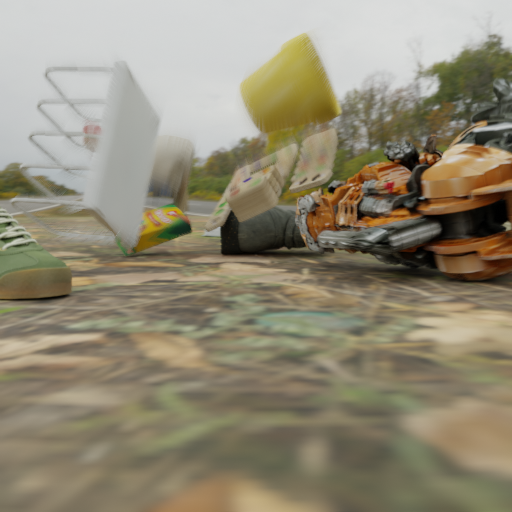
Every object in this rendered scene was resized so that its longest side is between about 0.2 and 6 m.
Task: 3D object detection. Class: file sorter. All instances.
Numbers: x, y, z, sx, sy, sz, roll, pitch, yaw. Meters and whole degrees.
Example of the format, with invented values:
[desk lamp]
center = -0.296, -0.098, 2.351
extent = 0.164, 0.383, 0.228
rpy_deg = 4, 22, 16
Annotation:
[file sorter]
center = -2.471, -1.454, 8.279
extent = 1.384, 2.223, 1.542
rpy_deg = 3, -17, 12

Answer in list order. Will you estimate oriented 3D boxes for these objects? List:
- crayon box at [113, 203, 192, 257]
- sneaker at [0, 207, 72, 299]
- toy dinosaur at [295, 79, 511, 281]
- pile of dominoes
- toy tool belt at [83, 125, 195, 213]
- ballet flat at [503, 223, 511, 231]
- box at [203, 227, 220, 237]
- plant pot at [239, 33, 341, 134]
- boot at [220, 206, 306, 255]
[crayon box]
center = -1.735, -0.442, 9.173
extent = 1.165, 0.296, 0.739
rpy_deg = -23, 35, -22
[sneaker]
center = -2.582, -0.145, 5.247
extent = 2.117, 0.951, 0.710
rpy_deg = 3, 6, 32
[toy dinosaur]
center = 2.557, -0.468, 6.316
extent = 3.147, 2.368, 4.636
rpy_deg = -22, 36, -34
[pile of dominoes]
center = 0.243, -1.417, 8.910
extent = 2.106, 0.430, 2.702
rpy_deg = -23, 22, 22
[toy tool belt]
center = -2.234, -1.584, 10.432
extent = 2.217, 1.362, 1.384
rpy_deg = 12, 20, 13
[ballet flat]
center = 5.511, -0.528, 10.656
extent = 0.848, 0.848, 2.440
rpy_deg = -2, 6, -25
[box]
center = -0.842, -0.640, 15.065
extent = 1.154, 0.275, 0.704
rpy_deg = 6, 7, 43
[plant pot]
center = 0.448, -2.353, 8.060
extent = 1.172, 1.245, 1.245
rpy_deg = -22, -2, 18
[boot]
center = 0.512, -0.544, 10.116
extent = 1.957, 1.015, 2.996
rpy_deg = 0, 13, 6
